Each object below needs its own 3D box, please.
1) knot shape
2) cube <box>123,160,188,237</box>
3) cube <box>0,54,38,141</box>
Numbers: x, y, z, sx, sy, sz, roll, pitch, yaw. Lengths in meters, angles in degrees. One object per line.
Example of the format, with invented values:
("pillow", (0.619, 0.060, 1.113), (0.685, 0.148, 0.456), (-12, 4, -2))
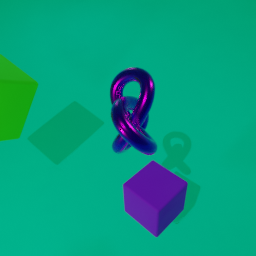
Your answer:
("knot shape", (0.068, -0.104, 3.994), (0.626, 1.354, 1.267), (-2, 28, -4))
("cube", (0.469, 1.221, 4.919), (0.793, 0.793, 0.793), (31, 50, 34))
("cube", (-2.818, -0.612, 5.356), (1.336, 1.336, 1.336), (36, 22, 23))
